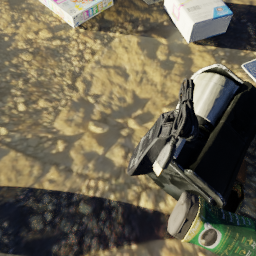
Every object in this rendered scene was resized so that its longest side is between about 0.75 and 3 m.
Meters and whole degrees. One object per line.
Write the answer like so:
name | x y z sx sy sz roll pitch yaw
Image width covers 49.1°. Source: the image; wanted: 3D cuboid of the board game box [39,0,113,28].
board game box | -2.189 -5.060 10.520 1.891 0.481 2.812 -40 68 -20

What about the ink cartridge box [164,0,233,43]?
ink cartridge box | 2.367 -4.127 9.757 1.499 0.878 2.074 -18 63 -10

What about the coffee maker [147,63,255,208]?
coffee maker | 2.071 0.384 6.535 2.806 1.968 2.921 29 65 15

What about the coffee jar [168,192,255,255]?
coffee jar | 1.241 1.438 3.986 1.278 0.666 0.545 23 21 4

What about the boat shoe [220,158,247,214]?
boat shoe | 2.445 1.474 6.541 0.730 0.690 2.030 29 66 -3

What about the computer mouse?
computer mouse | 0.485 0.297 3.815 0.415 1.802 1.265 27 36 -8

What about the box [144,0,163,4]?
box | 1.358 -4.518 6.872 2.987 1.910 1.627 -1 88 33

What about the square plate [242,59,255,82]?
square plate | 4.983 -1.437 8.527 2.249 0.320 2.228 -22 63 -12
